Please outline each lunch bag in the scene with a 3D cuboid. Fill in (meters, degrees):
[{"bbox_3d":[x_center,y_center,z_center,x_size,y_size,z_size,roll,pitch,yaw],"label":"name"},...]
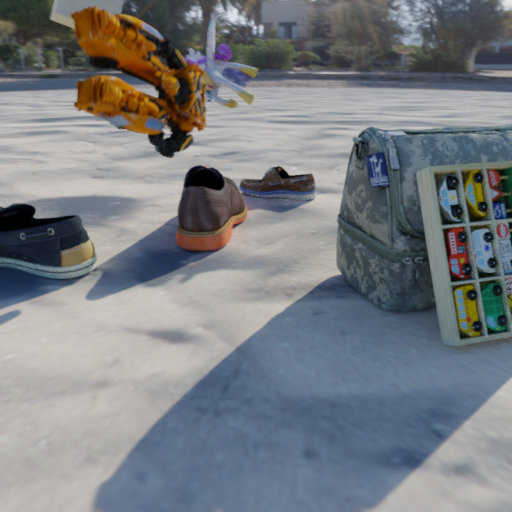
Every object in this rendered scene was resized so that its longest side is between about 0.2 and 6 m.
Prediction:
[{"bbox_3d":[2.776,-0.739,8.545,2.988,2.506,2.082,-6,22,-15],"label":"lunch bag"}]

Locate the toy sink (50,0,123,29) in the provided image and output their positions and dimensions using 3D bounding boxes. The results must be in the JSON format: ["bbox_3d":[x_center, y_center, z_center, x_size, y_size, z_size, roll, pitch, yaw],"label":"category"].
[{"bbox_3d":[-3.373,-4.912,11.155,1.200,0.782,0.672,11,3,-29],"label":"toy sink"}]

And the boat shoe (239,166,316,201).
[{"bbox_3d":[0.530,-1.859,13.978,2.001,0.724,0.723,6,22,16],"label":"boat shoe"}]

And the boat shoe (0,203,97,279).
[{"bbox_3d":[-4.265,-0.400,9.744,3.404,1.059,1.270,8,24,24],"label":"boat shoe"}]

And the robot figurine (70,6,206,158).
[{"bbox_3d":[-1.746,-2.801,9.245,0.854,2.126,2.933,-3,-2,29],"label":"robot figurine"}]

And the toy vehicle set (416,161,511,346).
[{"bbox_3d":[2.937,-0.062,7.284,1.412,2.273,0.301,-7,-3,-16],"label":"toy vehicle set"}]

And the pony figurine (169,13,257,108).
[{"bbox_3d":[-0.939,-4.144,12.370,1.853,1.543,1.789,19,53,-19],"label":"pony figurine"}]

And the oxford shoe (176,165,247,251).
[{"bbox_3d":[-0.852,-1.297,11.672,1.295,1.319,3.637,1,21,1],"label":"oxford shoe"}]
